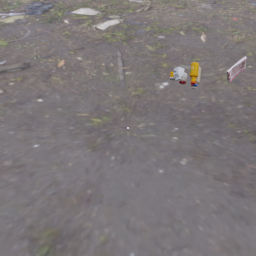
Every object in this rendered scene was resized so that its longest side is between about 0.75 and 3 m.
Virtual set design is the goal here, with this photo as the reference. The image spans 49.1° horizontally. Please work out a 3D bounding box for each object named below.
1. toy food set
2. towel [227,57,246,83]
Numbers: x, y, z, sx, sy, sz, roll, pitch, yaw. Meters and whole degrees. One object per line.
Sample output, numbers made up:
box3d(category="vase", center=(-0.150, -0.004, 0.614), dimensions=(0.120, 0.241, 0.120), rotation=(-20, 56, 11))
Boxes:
box3d(category="toy food set", center=(1.232, -1.034, 5.914), dimensions=(0.447, 0.421, 0.936), rotation=(12, -8, -27))
box3d(category="towel", center=(3.058, -1.627, 7.856), dimensions=(0.614, 0.839, 0.125), rotation=(-41, 69, 9))
